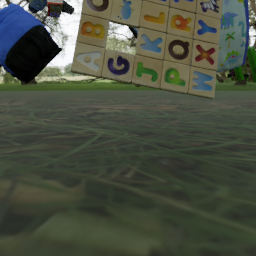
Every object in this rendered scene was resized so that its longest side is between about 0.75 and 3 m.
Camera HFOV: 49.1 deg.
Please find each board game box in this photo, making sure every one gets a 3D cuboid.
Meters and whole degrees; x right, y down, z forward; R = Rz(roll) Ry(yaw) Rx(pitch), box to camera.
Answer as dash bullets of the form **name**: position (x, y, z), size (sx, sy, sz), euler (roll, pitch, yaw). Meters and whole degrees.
- **board game box**: position (-1.778, -3.405, 6.751), size (0.348, 1.137, 1.502), euler (-2, 10, -15)

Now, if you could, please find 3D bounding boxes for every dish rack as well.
- **dish rack**: position (-2.867, -3.620, 9.559), size (1.509, 1.968, 0.537), euler (36, -3, 43)

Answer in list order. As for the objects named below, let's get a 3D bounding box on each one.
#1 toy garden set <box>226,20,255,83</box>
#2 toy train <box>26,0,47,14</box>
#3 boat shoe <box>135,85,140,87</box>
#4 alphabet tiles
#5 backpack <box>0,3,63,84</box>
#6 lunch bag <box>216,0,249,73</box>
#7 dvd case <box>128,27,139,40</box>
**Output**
- **toy garden set**: position (3.605, -2.235, 8.119), size (0.513, 2.144, 2.573), euler (-31, 22, -16)
- **toy train**: position (-2.451, -3.994, 8.076), size (0.668, 0.893, 1.568), euler (15, -29, -41)
- **boat shoe**: position (0.612, -2.343, 9.791), size (0.724, 1.975, 0.619), euler (27, -25, -8)
- **alphabet tiles**: position (0.336, -1.501, 3.412), size (1.741, 2.083, 0.079), euler (9, -9, -10)
- **backpack**: position (-3.002, -2.286, 7.467), size (1.665, 1.613, 1.985), euler (38, -3, 0)
- **lunch bag**: position (1.454, -1.933, 5.508), size (1.556, 1.831, 1.166), euler (-16, 13, -6)
- **dvd case**: position (1.391, -3.054, 8.002), size (2.511, 1.792, 0.220), euler (-37, 10, -3)
